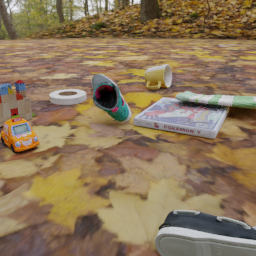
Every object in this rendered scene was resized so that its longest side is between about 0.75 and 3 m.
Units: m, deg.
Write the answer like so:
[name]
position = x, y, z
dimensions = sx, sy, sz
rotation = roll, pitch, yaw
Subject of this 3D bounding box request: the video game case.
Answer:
[video game case]
position = 1.894, -0.455, 9.391
dimensions = 2.524, 0.318, 2.770
rotation = 10, 24, 24

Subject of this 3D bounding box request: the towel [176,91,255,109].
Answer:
[towel]
position = 3.437, -1.056, 10.226
dimensions = 2.991, 0.350, 2.281
rotation = 9, 12, 19

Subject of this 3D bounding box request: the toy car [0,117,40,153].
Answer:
[toy car]
position = -3.555, 0.222, 7.037
dimensions = 2.420, 0.805, 1.187
rotation = -10, 23, -24

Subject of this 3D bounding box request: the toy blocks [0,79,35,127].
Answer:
[toy blocks]
position = -3.842, -0.795, 8.817
dimensions = 0.951, 1.301, 1.904
rotation = 17, 25, 39

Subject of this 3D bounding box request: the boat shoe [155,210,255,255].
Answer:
[boat shoe]
position = 1.450, 1.539, 3.726
dimensions = 2.131, 0.806, 0.643
rotation = 10, 30, 21

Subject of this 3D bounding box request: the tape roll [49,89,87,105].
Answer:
[tape roll]
position = -2.466, -1.298, 11.570
dimensions = 1.531, 0.280, 1.531
rotation = -1, 22, 0

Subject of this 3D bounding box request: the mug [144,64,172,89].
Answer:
[mug]
position = 1.371, -2.486, 13.589
dimensions = 1.129, 1.101, 1.375
rotation = 3, 14, 29

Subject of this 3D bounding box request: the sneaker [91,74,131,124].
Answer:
[sneaker]
position = -0.749, -1.142, 8.854
dimensions = 0.878, 1.267, 2.099
rotation = -38, 64, 3
